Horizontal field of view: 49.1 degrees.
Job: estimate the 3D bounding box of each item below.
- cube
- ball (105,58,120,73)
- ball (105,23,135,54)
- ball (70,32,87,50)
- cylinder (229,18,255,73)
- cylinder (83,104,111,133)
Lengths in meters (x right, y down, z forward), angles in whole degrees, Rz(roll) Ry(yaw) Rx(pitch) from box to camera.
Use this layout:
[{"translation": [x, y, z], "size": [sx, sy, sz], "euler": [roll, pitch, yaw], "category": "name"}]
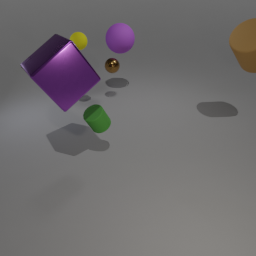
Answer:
[{"translation": [-1.908, -1.581, 7.914], "size": [1.400, 1.400, 1.400], "euler": [-44, 38, -6], "category": "cube"}, {"translation": [-0.732, -2.893, 12.996], "size": [0.700, 0.700, 0.700], "euler": [0, 31, 0], "category": "ball"}, {"translation": [-0.379, -4.294, 13.439], "size": [1.400, 1.400, 1.400], "euler": [0, 31, 0], "category": "ball"}, {"translation": [-1.972, -3.464, 11.170], "size": [0.700, 0.700, 0.700], "euler": [0, 31, 0], "category": "ball"}, {"translation": [4.524, -2.918, 10.028], "size": [1.400, 1.400, 1.400], "euler": [34, 1, 43], "category": "cylinder"}, {"translation": [-1.007, -0.298, 9.181], "size": [0.700, 0.700, 0.700], "euler": [-12, 52, 16], "category": "cylinder"}]
